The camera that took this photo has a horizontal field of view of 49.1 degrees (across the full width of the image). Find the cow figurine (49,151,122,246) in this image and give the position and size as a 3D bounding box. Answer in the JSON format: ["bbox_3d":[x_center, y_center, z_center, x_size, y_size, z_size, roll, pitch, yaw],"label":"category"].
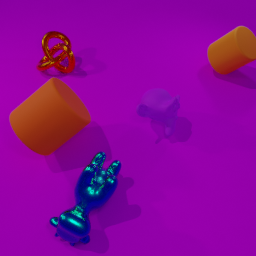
[{"bbox_3d":[-0.868,1.520,6.030,0.958,1.717,1.745,30,17,-2],"label":"cow figurine"}]

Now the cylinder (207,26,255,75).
[{"bbox_3d":[3.319,-2.424,8.857,1.132,1.132,1.132,9,72,-29],"label":"cylinder"}]

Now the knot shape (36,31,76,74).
[{"bbox_3d":[-2.278,-2.365,9.193,1.402,0.692,1.499,30,91,19],"label":"knot shape"}]

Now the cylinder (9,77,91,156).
[{"bbox_3d":[-1.872,-0.271,6.873,1.397,1.397,1.397,-38,54,9],"label":"cylinder"}]

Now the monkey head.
[{"bbox_3d":[0.830,-0.439,7.480,1.021,1.219,1.695,7,17,21],"label":"monkey head"}]
